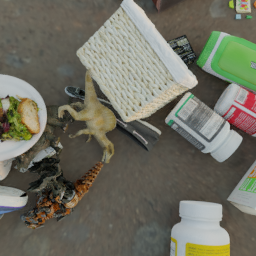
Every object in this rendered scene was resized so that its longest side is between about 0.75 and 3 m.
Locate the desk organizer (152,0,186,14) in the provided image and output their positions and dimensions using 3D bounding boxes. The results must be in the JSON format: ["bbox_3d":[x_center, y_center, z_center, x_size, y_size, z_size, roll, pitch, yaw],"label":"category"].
[{"bbox_3d":[2.013,-4.931,8.692,2.993,1.073,1.152,-28,80,-5],"label":"desk organizer"}]

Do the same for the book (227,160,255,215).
[{"bbox_3d":[3.809,1.137,7.377,0.597,1.658,2.483,37,82,7],"label":"book"}]

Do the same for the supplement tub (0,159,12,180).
[{"bbox_3d":[-4.200,0.810,7.654,1.685,1.217,1.217,2,81,0],"label":"supplement tub"}]

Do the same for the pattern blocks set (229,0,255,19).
[{"bbox_3d":[3.721,-4.001,9.022,0.927,0.086,1.055,-9,81,-1],"label":"pattern blocks set"}]

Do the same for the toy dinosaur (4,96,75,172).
[{"bbox_3d":[-2.324,-0.030,7.705,1.349,1.015,2.637,18,70,3],"label":"toy dinosaur"}]

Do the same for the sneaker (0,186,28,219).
[{"bbox_3d":[-4.195,2.692,7.471,2.899,1.168,2.123,2,89,-3],"label":"sneaker"}]

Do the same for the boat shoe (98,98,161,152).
[{"bbox_3d":[-0.214,-0.123,8.029,2.399,0.802,0.684,27,77,1],"label":"boat shoe"}]

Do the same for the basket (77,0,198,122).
[{"bbox_3d":[0.353,-1.569,7.338,1.892,2.331,2.352,-39,82,18],"label":"basket"}]

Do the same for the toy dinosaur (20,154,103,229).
[{"bbox_3d":[-1.868,1.673,7.643,2.504,1.279,1.700,-44,120,-22],"label":"toy dinosaur"}]

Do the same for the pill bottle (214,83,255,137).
[{"bbox_3d":[3.475,-0.406,7.961,1.818,1.020,1.020,31,82,4],"label":"pill bottle"}]

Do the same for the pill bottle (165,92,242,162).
[{"bbox_3d":[2.102,-0.005,7.851,1.944,1.099,1.099,40,83,6],"label":"pill bottle"}]

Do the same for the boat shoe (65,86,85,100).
[{"bbox_3d":[-1.456,-1.076,8.395,0.889,0.315,0.320,20,63,-2],"label":"boat shoe"}]

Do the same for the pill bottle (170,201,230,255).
[{"bbox_3d":[1.813,3.259,7.129,1.468,1.468,2.639,4,81,1],"label":"pill bottle"}]

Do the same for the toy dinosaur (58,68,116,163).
[{"bbox_3d":[-1.039,-0.410,7.588,1.479,2.924,0.851,4,36,20],"label":"toy dinosaur"}]

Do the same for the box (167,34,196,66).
[{"bbox_3d":[1.431,-2.243,8.554,1.003,0.432,0.822,-23,81,-4],"label":"box"}]

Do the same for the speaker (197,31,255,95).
[{"bbox_3d":[3.481,-1.742,8.093,2.790,1.234,1.234,26,82,4],"label":"speaker"}]

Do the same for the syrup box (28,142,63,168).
[{"bbox_3d":[-2.505,0.704,8.059,1.147,0.452,0.467,-35,82,-5],"label":"syrup box"}]

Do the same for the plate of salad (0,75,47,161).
[{"bbox_3d":[-3.288,-0.367,6.934,2.451,0.589,2.451,6,65,-13],"label":"plate of salad"}]
